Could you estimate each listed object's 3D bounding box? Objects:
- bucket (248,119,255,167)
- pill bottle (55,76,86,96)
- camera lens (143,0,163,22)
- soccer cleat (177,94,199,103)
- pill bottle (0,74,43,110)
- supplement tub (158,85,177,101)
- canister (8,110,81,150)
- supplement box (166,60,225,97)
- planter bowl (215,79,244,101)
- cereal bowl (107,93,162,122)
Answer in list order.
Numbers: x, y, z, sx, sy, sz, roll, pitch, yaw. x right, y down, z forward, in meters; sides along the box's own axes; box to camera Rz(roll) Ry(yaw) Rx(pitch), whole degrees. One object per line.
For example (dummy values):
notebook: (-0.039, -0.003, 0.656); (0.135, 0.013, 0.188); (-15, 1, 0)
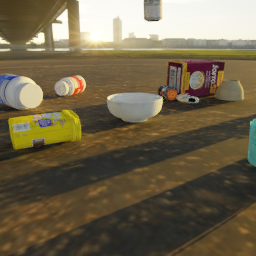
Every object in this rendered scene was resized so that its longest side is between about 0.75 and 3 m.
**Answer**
bucket: (3.316, 0.368, 6.145); (1.376, 0.895, 1.376); (0, 18, 0)
pill bottle: (-2.960, -2.144, 14.318); (0.923, 0.923, 1.644); (7, 19, 22)
camera lens: (1.051, -5.024, 11.802); (0.813, 1.016, 0.813); (-3, 23, 1)
soccer cleat: (2.658, -1.311, 12.582); (1.049, 0.360, 0.447); (14, 17, 26)
pill bottle: (-4.499, -1.466, 11.398); (2.362, 1.323, 1.323); (16, 23, 41)
supplement tub: (1.867, -1.649, 13.197); (0.626, 0.626, 1.022); (-5, 19, -17)
canister: (-2.268, 0.021, 7.582); (1.691, 0.732, 1.256); (-9, 19, -24)
supplement box: (3.387, -2.529, 14.225); (2.643, 1.730, 1.364); (-9, 21, -25)
planter bowl: (4.904, -1.872, 13.486); (1.325, 0.892, 1.325); (-1, 16, 0)
cereal bowl: (0.229, -0.695, 9.770); (1.924, 0.801, 1.924); (1, 17, 0)
